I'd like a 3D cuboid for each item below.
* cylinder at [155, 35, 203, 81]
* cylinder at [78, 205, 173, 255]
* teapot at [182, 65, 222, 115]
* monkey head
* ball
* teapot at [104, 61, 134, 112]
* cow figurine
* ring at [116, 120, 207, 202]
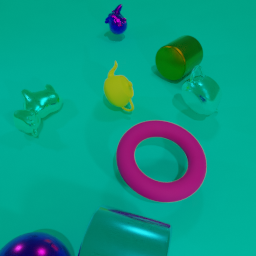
[{"bbox_3d":[1.593,-2.185,8.704,1.099,1.099,1.099,31,48,27],"label":"cylinder"},{"bbox_3d":[-0.031,2.029,4.545,1.262,1.262,1.262,13,47,10],"label":"cylinder"},{"bbox_3d":[1.979,-0.868,7.272,0.847,1.730,1.076,-40,37,-11],"label":"teapot"},{"bbox_3d":[-0.319,-3.915,10.183,0.811,1.346,0.968,37,87,-9],"label":"monkey head"},{"bbox_3d":[-1.487,2.287,4.351,1.268,1.268,1.268,0,46,0],"label":"ball"},{"bbox_3d":[-0.217,-1.089,7.598,0.699,1.429,0.888,-25,-3,27],"label":"teapot"},{"bbox_3d":[-2.325,-0.483,7.393,1.467,0.805,1.444,-22,49,-29],"label":"cow figurine"},{"bbox_3d":[0.700,0.627,5.849,1.907,0.381,1.907,4,53,-6],"label":"ring"}]
